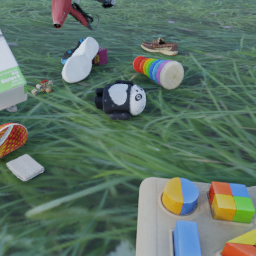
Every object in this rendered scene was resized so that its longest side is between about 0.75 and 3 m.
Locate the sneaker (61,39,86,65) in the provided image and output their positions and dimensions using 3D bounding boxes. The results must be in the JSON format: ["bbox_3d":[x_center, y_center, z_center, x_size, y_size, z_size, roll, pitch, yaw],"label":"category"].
[{"bbox_3d":[-2.688,-3.838,14.753,0.718,0.804,1.963,30,62,23],"label":"sneaker"}]

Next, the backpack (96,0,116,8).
[{"bbox_3d":[-0.863,-4.949,10.485,0.903,0.695,0.860,41,29,22],"label":"backpack"}]

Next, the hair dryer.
[{"bbox_3d":[-0.827,-1.816,4.333,0.277,0.777,1.021,-14,26,42],"label":"hair dryer"}]

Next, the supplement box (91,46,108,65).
[{"bbox_3d":[-1.648,-3.824,14.601,0.605,0.768,1.173,-28,42,-35],"label":"supplement box"}]

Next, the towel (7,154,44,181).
[{"bbox_3d":[-2.821,1.083,7.722,0.984,0.170,0.652,28,41,36],"label":"towel"}]

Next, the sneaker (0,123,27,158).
[{"bbox_3d":[-4.190,0.679,7.875,2.761,1.008,1.065,-26,16,-34],"label":"sneaker"}]

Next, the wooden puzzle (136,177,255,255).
[{"bbox_3d":[1.676,2.007,5.843,2.958,0.685,2.740,2,34,4],"label":"wooden puzzle"}]

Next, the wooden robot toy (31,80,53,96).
[{"bbox_3d":[-3.430,-1.661,11.653,0.498,0.484,1.098,31,44,23],"label":"wooden robot toy"}]

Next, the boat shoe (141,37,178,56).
[{"bbox_3d":[1.797,-4.752,15.935,2.302,0.828,0.830,25,41,32],"label":"boat shoe"}]

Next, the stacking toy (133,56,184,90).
[{"bbox_3d":[1.197,-2.658,12.691,1.195,1.195,2.800,-18,31,-25],"label":"stacking toy"}]

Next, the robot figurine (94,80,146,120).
[{"bbox_3d":[-0.274,-1.024,10.007,1.812,1.362,1.131,3,10,6],"label":"robot figurine"}]

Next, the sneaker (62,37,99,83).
[{"bbox_3d":[-2.404,-3.053,13.377,1.307,1.112,2.955,-20,35,42],"label":"sneaker"}]

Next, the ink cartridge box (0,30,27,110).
[{"bbox_3d":[-3.604,-1.777,7.478,0.938,2.233,1.625,-26,0,-21],"label":"ink cartridge box"}]

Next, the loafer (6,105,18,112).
[{"bbox_3d":[-4.499,-0.903,10.586,0.353,0.309,0.983,-25,41,-33],"label":"loafer"}]
